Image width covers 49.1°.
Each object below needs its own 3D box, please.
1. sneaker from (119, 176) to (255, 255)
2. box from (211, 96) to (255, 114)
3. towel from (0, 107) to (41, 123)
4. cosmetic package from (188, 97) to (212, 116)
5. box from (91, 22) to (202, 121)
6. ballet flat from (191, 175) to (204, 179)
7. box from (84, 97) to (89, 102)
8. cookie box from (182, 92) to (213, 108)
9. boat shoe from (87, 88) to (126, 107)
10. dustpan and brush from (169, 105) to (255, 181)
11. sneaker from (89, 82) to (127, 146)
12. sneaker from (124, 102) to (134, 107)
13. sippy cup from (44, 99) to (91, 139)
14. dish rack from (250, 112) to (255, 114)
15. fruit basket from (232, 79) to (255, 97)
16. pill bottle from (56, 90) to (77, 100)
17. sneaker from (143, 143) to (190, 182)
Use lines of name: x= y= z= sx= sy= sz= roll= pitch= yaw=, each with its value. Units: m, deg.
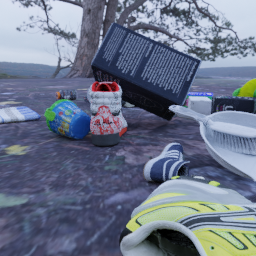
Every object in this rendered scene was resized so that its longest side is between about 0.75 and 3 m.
sneaker: x=1.064 y=1.036 z=2.007 sx=2.582 sy=0.974 sz=0.987 roll=-3 pitch=14 yaw=42
box: x=3.578 y=-0.617 z=9.431 sx=1.380 sy=0.843 sz=0.732 roll=7 pitch=15 yaw=33
towel: x=-4.650 y=-0.444 z=9.933 sx=2.619 sy=0.312 sz=1.924 roll=-7 pitch=15 yaw=-30
cosmetic package: x=2.844 y=-0.890 z=11.190 sx=0.803 sy=0.633 sz=1.493 roll=3 pitch=13 yaw=9
box: x=0.499 y=-1.620 z=8.756 sx=2.833 sy=1.517 sz=2.102 roll=25 pitch=-10 yaw=3
ballet flat: x=1.085 y=0.867 z=3.968 sx=0.289 sy=0.289 sz=0.803 roll=-3 pitch=13 yaw=-16
box: x=-1.616 y=-1.504 z=14.914 sx=0.928 sy=0.256 sz=1.359 roll=-9 pitch=15 yaw=-36
cookie box: x=3.090 y=-1.313 z=13.126 sx=1.693 sy=0.636 sz=1.448 roll=4 pitch=13 yaw=17
boat shoe: x=-1.079 y=-1.392 z=13.291 sx=0.713 sy=0.864 sz=2.517 roll=-3 pitch=18 yaw=-39
dustpan and brush: x=1.674 y=0.016 z=5.236 sx=2.097 sy=0.600 sz=1.463 roll=18 pitch=45 yaw=40
sneaker: x=-0.494 y=-0.547 z=7.643 sx=0.910 sy=1.461 sz=2.726 roll=1 pitch=12 yaw=2
sneaker: x=0.765 y=-1.496 z=13.449 sx=2.295 sy=0.860 sz=0.970 roll=-3 pitch=17 yaw=-13
sippy cup: x=-1.484 y=-0.166 z=7.362 sx=0.937 sy=1.004 sz=1.278 roll=24 pitch=39 yaw=39
dish rack: x=3.027 y=0.063 z=6.313 sx=1.426 sy=0.507 sz=1.859 roll=-11 pitch=12 yaw=23
fruit basket: x=5.189 y=-1.418 z=10.320 sx=2.512 sy=1.812 sz=2.512 roll=26 pitch=6 yaw=-3
pill bottle: x=-3.485 y=-1.861 z=15.799 sx=1.096 sy=0.582 sz=0.582 roll=-7 pitch=14 yaw=-30
sneaker: x=0.843 y=0.603 z=4.763 sx=0.668 sy=0.432 sz=1.231 roll=3 pitch=18 yaw=35
